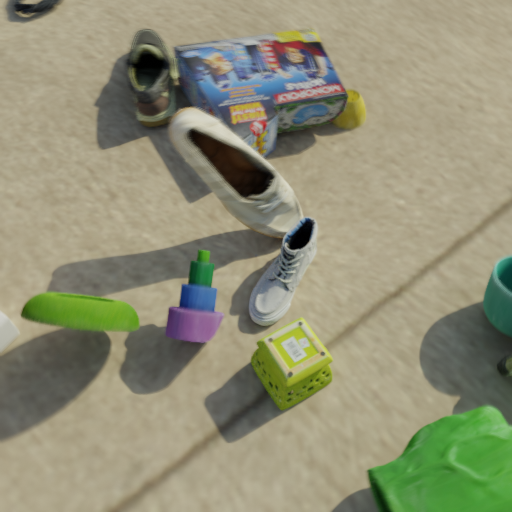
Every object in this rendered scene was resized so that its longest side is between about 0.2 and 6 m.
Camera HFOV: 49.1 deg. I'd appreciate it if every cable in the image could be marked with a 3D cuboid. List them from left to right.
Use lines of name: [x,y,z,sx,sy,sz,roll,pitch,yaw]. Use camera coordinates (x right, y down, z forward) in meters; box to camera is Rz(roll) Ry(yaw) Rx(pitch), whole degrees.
cable: [-5.029,-5.952,12.949,1.120,0.349,1.373,-1,53,-7]

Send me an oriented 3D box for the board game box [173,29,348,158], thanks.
board game box: [0.095,-2.888,10.414,2.850,0.879,2.848,-10,57,-8]

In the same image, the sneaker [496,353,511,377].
sneaker: [4.709,1.705,7.146,3.038,1.168,1.346,2,66,6]

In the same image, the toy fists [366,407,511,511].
toy fists: [2.845,3.592,5.601,2.084,1.406,4.089,-20,58,-5]

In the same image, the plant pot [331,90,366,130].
plant pot: [1.754,-2.825,10.597,0.722,0.512,0.722,0,56,0]

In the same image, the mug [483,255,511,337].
mug: [3.886,0.704,7.798,1.130,0.851,1.376,-29,48,-33]

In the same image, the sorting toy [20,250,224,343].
sorting toy: [-2.497,0.162,7.347,4.326,1.500,1.490,8,87,-13]

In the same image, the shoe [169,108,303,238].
shoe: [-0.213,-1.104,8.363,0.939,2.684,0.716,-51,27,0]

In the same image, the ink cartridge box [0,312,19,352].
ink cartridge box: [-4.060,1.181,7.796,0.830,0.487,1.134,28,61,21]

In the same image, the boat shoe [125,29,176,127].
boat shoe: [-2.063,-3.724,10.984,0.975,0.897,2.729,-8,55,-4]

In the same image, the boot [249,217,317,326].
boot: [0.405,0.166,8.304,0.631,0.819,1.714,22,58,15]

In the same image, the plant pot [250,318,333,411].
plant pot: [0.484,1.393,7.468,0.866,0.790,0.871,-26,60,-18]
